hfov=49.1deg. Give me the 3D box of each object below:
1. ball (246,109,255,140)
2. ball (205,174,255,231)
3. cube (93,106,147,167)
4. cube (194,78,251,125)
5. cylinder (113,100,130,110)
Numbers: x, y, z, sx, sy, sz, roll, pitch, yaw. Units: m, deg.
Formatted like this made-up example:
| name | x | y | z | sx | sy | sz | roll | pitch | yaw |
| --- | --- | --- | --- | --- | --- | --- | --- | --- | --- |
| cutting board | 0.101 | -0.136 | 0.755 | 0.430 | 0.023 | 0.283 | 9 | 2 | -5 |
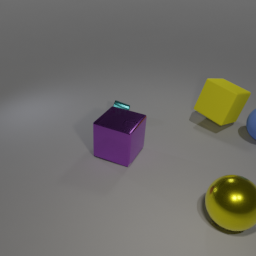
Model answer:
| name | x | y | z | sx | sy | sz | roll | pitch | yaw |
| --- | --- | --- | --- | --- | --- | --- | --- | --- | --- |
| ball | 5.235 | -0.144 | 10.597 | 1.400 | 1.400 | 1.400 | 0 | 31 | 0 |
| ball | 2.700 | 1.899 | 7.169 | 1.400 | 1.400 | 1.400 | 0 | 31 | 0 |
| cube | -0.283 | 0.261 | 9.867 | 1.400 | 1.400 | 1.400 | 16 | 34 | 19 |
| cube | 3.835 | -1.103 | 11.437 | 1.400 | 1.400 | 1.400 | -10 | 38 | -45 |
| cylinder | -0.341 | -0.776 | 12.223 | 0.700 | 0.700 | 0.700 | 19 | 31 | -5 |
